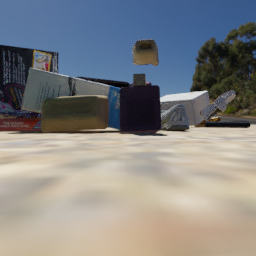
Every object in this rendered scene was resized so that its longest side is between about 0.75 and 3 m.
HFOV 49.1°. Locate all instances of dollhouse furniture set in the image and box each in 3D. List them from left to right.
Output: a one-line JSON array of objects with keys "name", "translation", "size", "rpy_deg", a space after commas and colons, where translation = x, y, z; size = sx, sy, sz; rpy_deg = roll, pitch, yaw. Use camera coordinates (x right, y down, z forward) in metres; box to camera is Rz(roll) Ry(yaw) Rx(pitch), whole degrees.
[{"name": "dollhouse furniture set", "translation": [-0.385, -0.460, 4.575], "size": [1.813, 1.437, 1.287], "rpy_deg": [-3, -15, 5]}]

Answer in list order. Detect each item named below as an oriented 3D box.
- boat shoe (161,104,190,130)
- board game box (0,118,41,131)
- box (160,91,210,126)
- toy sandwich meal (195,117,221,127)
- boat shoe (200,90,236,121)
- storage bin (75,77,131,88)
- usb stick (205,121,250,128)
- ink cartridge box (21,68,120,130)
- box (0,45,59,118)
[{"name": "boat shoe", "translation": [0.856, -0.186, 5.407], "size": [0.522, 0.454, 1.416], "rpy_deg": [0, 1, -1]}, {"name": "board game box", "translation": [-2.260, -0.064, 5.110], "size": [2.407, 0.234, 1.239], "rpy_deg": [-1, 2, -38]}, {"name": "box", "translation": [2.142, -0.776, 11.489], "size": [1.976, 1.051, 1.504], "rpy_deg": [-1, 17, 40]}, {"name": "toy sandwich meal", "translation": [3.376, -0.262, 11.908], "size": [1.220, 0.418, 1.220], "rpy_deg": [0, 1, 0]}, {"name": "boat shoe", "translation": [3.307, -0.756, 10.048], "size": [1.437, 0.498, 0.509], "rpy_deg": [-39, -39, 15]}, {"name": "storage bin", "translation": [-1.227, -0.930, 10.841], "size": [2.633, 1.780, 1.235], "rpy_deg": [-1, 1, -38]}, {"name": "usb stick", "translation": [3.075, -0.109, 8.677], "size": [1.335, 0.218, 0.370], "rpy_deg": [0, 8, 10]}, {"name": "ink cartridge box", "translation": [-0.854, -0.493, 4.965], "size": [1.657, 0.693, 1.202], "rpy_deg": [12, 4, -7]}, {"name": "box", "translation": [-2.527, -0.821, 6.751], "size": [1.281, 1.475, 2.233], "rpy_deg": [0, -8, -26]}]
